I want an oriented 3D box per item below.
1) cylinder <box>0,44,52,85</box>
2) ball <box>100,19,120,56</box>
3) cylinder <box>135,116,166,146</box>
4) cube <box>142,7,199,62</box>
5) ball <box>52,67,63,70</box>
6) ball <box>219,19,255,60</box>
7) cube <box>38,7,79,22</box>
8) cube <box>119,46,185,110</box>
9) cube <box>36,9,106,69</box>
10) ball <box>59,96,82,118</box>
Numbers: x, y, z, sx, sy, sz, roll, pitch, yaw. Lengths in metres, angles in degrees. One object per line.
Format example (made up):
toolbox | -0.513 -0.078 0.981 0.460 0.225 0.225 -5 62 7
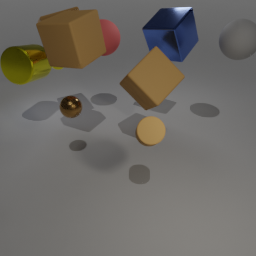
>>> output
cylinder | -3.910 -2.490 10.862 1.400 1.400 1.400 8 22 13
ball | -1.004 -3.612 11.225 1.400 1.400 1.400 0 30 0
cylinder | 0.548 0.099 7.044 0.700 0.700 0.700 -1 -7 -1
cube | 1.625 -3.507 10.526 1.400 1.400 1.400 17 58 37
ball | -2.972 -2.825 11.856 0.700 0.700 0.700 0 30 0
ball | 3.949 -3.123 9.915 1.400 1.400 1.400 0 30 0
cube | -2.423 -3.562 10.503 1.400 1.400 1.400 -22 21 -14
cube | 0.776 -1.629 9.570 1.400 1.400 1.400 -47 7 -11
cube | -1.749 -2.838 8.909 1.400 1.400 1.400 11 40 30
ball | -1.771 -0.654 8.699 0.700 0.700 0.700 0 30 0
